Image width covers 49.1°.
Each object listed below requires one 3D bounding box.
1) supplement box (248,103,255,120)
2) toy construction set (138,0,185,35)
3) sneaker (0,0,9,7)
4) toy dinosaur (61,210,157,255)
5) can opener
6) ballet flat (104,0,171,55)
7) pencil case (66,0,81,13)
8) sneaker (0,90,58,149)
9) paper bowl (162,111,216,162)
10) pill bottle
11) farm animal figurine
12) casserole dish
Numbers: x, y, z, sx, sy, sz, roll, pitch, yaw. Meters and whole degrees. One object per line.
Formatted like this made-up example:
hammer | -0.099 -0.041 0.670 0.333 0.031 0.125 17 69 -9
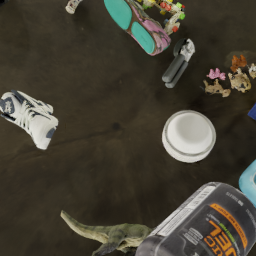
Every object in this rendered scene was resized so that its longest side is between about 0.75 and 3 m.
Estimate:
supplement box | 4.337 -0.916 7.733 0.982 0.976 1.793 37 69 17
toy construction set | 1.165 -3.970 9.225 1.915 0.882 1.256 55 35 11
sneaker | -4.944 -4.543 9.749 1.749 0.618 0.855 -11 62 -7
toy dinosaur | -0.222 2.599 6.175 2.820 0.669 1.243 5 48 3
can opener | 1.549 -2.016 8.647 0.617 0.488 1.856 5 55 42
ballet flat | 0.349 -3.498 9.156 0.999 0.970 2.807 -28 70 -33
pencil case | -1.900 -4.371 9.846 0.345 0.300 0.772 15 64 8
sneaker | -1.506 -0.166 4.055 0.815 0.500 1.253 23 20 -27
paper bowl | 1.610 0.155 7.357 1.358 0.706 1.358 -1 63 1
pill bottle | 0.992 1.967 4.389 2.396 1.273 1.273 -29 65 -37
farm animal figurine | 3.009 -1.315 7.991 1.387 1.403 0.731 9 57 -28
casserole dish | 3.842 1.184 6.998 2.245 0.436 1.360 -37 69 -18
